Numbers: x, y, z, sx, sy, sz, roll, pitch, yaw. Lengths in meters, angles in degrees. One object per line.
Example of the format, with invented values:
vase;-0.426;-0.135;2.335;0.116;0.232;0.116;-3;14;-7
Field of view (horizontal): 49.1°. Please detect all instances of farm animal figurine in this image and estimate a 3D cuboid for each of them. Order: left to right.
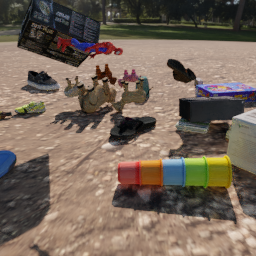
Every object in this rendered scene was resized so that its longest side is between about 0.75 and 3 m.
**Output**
farm animal figurine;-0.887;-1.456;12.033;2.940;1.550;2.973;-27;39;-26

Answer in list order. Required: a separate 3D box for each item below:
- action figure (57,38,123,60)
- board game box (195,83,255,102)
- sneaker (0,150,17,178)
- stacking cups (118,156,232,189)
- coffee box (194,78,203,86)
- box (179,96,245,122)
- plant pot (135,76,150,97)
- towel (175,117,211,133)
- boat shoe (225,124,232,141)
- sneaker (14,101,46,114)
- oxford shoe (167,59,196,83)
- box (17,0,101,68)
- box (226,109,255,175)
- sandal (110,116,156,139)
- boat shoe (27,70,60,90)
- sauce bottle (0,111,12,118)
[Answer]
action figure;-0.998;-2.148;7.603;1.755;0.454;0.574;5;-5;8
board game box;4.805;-1.710;13.651;2.490;0.557;1.674;-5;22;-12
sneaker;-3.860;0.895;6.653;0.846;1.007;2.568;14;24;36
stacking cups;1.061;1.048;6.703;2.592;0.784;0.784;-1;22;7
coffee box;4.031;-2.574;15.987;0.302;0.433;0.758;-2;21;-1
box;2.972;-0.713;10.145;1.945;0.767;1.373;-3;9;-5
plant pot;0.719;-2.096;14.117;0.665;0.941;0.664;-3;22;-5
towel;2.463;-0.176;10.402;1.138;0.234;1.525;11;22;19
boat shoe;3.688;0.024;9.408;0.573;0.490;1.563;10;21;28
sneaker;-4.089;-0.871;11.694;1.252;0.478;0.472;-10;26;-23
oxford shoe;1.807;-1.957;10.022;1.486;0.627;0.540;26;44;-39
box;-2.312;-3.095;9.305;2.224;0.958;1.821;14;-19;-28
box;3.754;0.380;7.377;1.587;1.366;1.595;-16;29;-35
sandal;0.162;-0.174;9.879;0.837;0.533;2.226;17;27;36
boat shoe;-4.831;-2.780;15.831;0.966;0.916;2.764;-20;29;-40
sauce bottle;-5.068;-0.518;11.085;0.892;0.294;0.294;-7;23;-20
